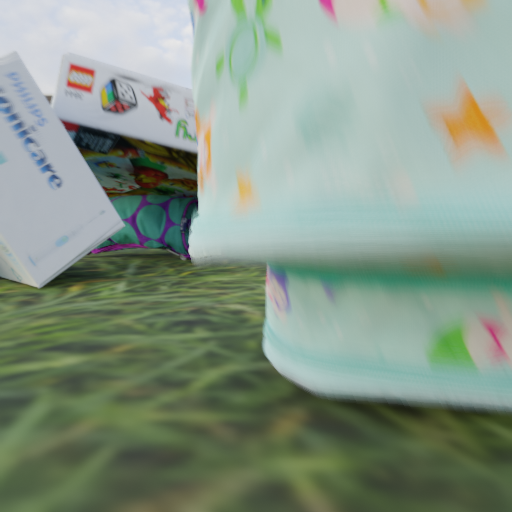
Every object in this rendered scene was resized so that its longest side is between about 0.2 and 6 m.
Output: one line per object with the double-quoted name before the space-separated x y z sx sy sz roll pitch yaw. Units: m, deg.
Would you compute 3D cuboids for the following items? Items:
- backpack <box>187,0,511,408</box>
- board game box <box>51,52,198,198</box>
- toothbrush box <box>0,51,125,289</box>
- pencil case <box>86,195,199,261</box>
"backpack" 0.787 -0.348 2.188 2.024 1.716 2.280 2 -1 17
"board game box" -1.725 -1.420 8.801 3.094 0.848 4.901 10 -8 -22
"toothbrush box" -2.824 -0.809 5.932 2.595 1.900 1.107 5 40 49
"pencil case" -1.772 -0.451 8.876 2.150 0.993 0.915 2 -15 25
